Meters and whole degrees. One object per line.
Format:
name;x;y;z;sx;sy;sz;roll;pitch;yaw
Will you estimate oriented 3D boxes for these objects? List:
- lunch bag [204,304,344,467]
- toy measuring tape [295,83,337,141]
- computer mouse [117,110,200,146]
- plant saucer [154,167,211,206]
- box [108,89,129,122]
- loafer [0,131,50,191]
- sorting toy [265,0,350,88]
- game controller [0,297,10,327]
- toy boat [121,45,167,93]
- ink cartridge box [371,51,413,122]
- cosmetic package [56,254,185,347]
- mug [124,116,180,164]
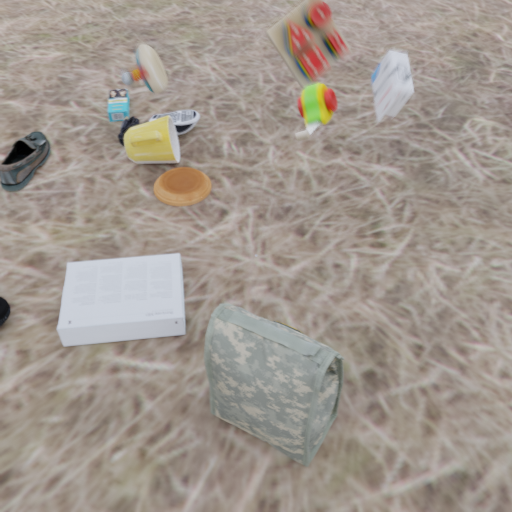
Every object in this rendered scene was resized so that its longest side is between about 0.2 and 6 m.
lunch bag;0.269;1.674;8.026;1.789;2.182;1.283;22;49;23
toy measuring tape;1.058;-2.823;10.675;0.786;0.786;2.137;15;31;15
computer mouse;-2.469;-3.318;14.465;2.097;0.460;1.150;-6;39;2
plant saucer;-1.693;-1.640;12.847;1.328;0.248;1.328;0;43;0
box;-3.779;-4.145;15.387;0.518;0.310;1.259;-6;44;-7
loafer;-5.500;-2.432;13.342;0.783;0.685;2.179;2;44;2
sorting toy;1.156;-4.469;11.570;1.385;1.377;0.482;-42;20;-8
game controller;-5.437;1.444;9.459;1.299;0.524;2.491;25;48;23
toy boat;-2.099;-3.427;10.413;0.500;0.905;1.076;-12;23;20
ink cartridge box;3.019;-3.700;12.403;0.487;0.832;1.435;9;61;-15
cosmetic package;-2.384;0.761;10.140;2.128;0.550;1.604;-5;42;-5
mug;-2.534;-2.769;13.294;1.151;1.402;1.123;-8;61;4
